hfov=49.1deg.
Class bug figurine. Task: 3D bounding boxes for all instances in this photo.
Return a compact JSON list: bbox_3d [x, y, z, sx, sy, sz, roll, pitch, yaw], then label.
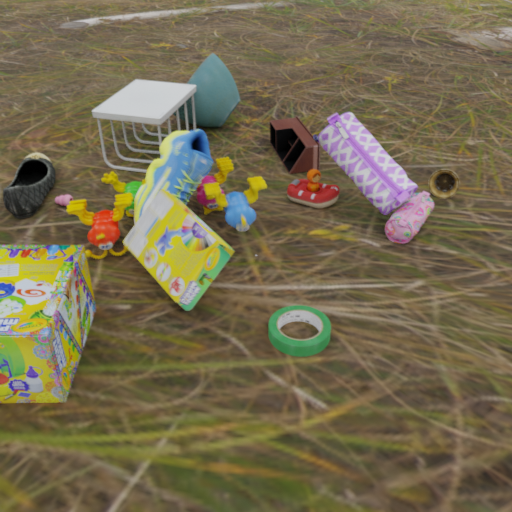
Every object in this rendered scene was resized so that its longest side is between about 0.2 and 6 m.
[{"bbox_3d":[-1.846,-1.126,12.270,4.077,1.049,3.162,-8,28,-3],"label":"bug figurine"}]

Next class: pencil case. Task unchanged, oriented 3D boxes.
[{"bbox_3d":[2.431,-2.069,12.304,1.045,1.064,2.489,-39,79,-5],"label":"pencil case"},{"bbox_3d":[3.365,-0.859,12.225,0.672,0.672,1.536,20,40,27],"label":"pencil case"}]

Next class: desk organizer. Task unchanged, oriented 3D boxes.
[{"bbox_3d":[1.025,-3.060,15.372,0.833,0.776,2.163,-9,35,-9],"label":"desk organizer"}]

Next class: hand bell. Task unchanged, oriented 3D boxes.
[{"bbox_3d":[4.776,-1.943,14.029,0.723,0.723,1.388,14,24,20],"label":"hand bell"}]

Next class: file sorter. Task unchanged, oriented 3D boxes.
[{"bbox_3d":[-2.895,-3.548,15.288,1.839,1.650,2.650,8,35,12],"label":"file sorter"}]

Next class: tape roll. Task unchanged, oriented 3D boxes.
[{"bbox_3d":[0.732,1.254,9.470,1.045,0.251,1.045,1,34,0],"label":"tape roll"}]

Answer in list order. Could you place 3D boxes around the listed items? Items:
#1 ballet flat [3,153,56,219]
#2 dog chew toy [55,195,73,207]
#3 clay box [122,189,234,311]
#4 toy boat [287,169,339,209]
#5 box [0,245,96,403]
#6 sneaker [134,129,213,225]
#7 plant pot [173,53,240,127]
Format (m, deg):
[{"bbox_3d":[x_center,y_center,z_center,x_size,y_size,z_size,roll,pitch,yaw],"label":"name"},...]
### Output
[{"bbox_3d":[-5.456,-1.892,13.593,0.948,0.811,2.854,-6,35,-8],"label":"ballet flat"},{"bbox_3d":[-4.557,-1.310,13.245,0.447,0.278,0.278,4,34,17],"label":"dog chew toy"},{"bbox_3d":[-1.390,-0.086,10.328,2.305,1.324,0.549,42,9,34],"label":"clay box"},{"bbox_3d":[1.363,-1.658,13.249,1.244,0.813,0.811,18,38,24],"label":"toy boat"},{"bbox_3d":[-3.991,1.002,8.790,2.323,1.417,2.237,0,34,-1],"label":"box"},{"bbox_3d":[-1.695,-1.547,11.690,1.034,2.730,1.434,23,-23,-33],"label":"sneaker"},{"bbox_3d":[-1.374,-4.787,17.075,1.471,2.185,2.185,37,36,-9],"label":"plant pot"}]
